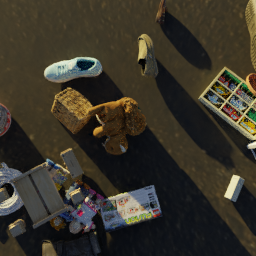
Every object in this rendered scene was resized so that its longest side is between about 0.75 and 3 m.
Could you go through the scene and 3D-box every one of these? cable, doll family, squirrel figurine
[{"bbox_3d":[-3.955,2.035,9.067,1.462,0.506,1.462,36,83,4],"label":"cable"},{"bbox_3d":[-2.087,2.241,8.768,2.612,1.177,1.621,36,80,-3],"label":"doll family"},{"bbox_3d":[-0.235,-0.030,9.082,1.777,1.258,1.659,-20,88,0],"label":"squirrel figurine"}]

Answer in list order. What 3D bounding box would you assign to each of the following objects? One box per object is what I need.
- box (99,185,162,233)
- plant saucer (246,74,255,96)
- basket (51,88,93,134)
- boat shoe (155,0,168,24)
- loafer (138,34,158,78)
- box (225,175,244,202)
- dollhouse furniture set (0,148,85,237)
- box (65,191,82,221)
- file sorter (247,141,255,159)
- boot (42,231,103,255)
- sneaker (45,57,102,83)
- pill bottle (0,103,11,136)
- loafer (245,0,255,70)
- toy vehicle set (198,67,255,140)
[{"bbox_3d":[0.065,2.589,9.058,1.873,0.325,1.031,-15,81,-2],"label":"box"},{"bbox_3d":[4.528,-1.356,9.536,1.184,0.191,1.184,13,51,-17],"label":"plant saucer"},{"bbox_3d":[-1.866,-0.621,9.561,1.244,0.927,0.888,42,50,6],"label":"basket"},{"bbox_3d":[1.274,-4.257,10.192,0.344,0.344,0.979,14,89,8],"label":"boat shoe"},{"bbox_3d":[0.611,-2.499,9.718,0.539,0.608,1.598,-12,80,-23],"label":"loafer"},{"bbox_3d":[3.479,1.967,9.138,0.323,0.269,0.786,32,80,-29],"label":"box"},{"bbox_3d":[-2.740,1.977,8.433,2.997,1.327,1.553,-27,91,-13],"label":"dollhouse furniture set"},{"bbox_3d":[-1.768,2.522,9.152,0.531,0.168,0.966,-5,80,-1],"label":"box"},{"bbox_3d":[5.196,0.635,8.864,1.999,1.387,1.245,-25,84,-4],"label":"file sorter"},{"bbox_3d":[-1.620,4.349,8.630,1.925,0.766,2.211,-17,74,0],"label":"boot"},{"bbox_3d":[-1.922,-2.095,9.581,2.014,0.825,0.744,-11,80,-2],"label":"sneaker"},{"bbox_3d":[-4.628,-0.428,8.612,1.264,2.183,1.264,0,81,0],"label":"pill bottle"},{"bbox_3d":[4.813,-3.177,9.616,1.003,1.111,2.937,-5,80,5],"label":"loafer"},{"bbox_3d":[3.793,-0.846,9.639,2.315,0.307,1.438,39,83,6],"label":"toy vehicle set"}]
